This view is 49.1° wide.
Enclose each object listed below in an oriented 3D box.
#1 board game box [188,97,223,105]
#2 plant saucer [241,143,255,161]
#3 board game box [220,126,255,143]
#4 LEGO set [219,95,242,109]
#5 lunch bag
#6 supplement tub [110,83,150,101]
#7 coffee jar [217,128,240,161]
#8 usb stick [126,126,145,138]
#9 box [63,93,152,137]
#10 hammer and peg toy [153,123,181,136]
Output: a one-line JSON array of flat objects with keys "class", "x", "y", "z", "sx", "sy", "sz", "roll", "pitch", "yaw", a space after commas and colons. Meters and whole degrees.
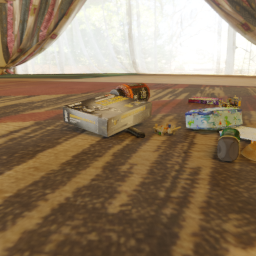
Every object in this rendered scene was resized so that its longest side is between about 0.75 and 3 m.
[{"class": "board game box", "x": 4.833, "y": -1.713, "z": 17.442, "sx": 1.888, "sy": 0.305, "sz": 1.133, "roll": 7, "pitch": 12, "yaw": 27}, {"class": "plant saucer", "x": 4.045, "y": 0.674, "z": 8.051, "sx": 1.440, "sy": 0.255, "sz": 1.440, "roll": 0, "pitch": 14, "yaw": 0}, {"class": "board game box", "x": 4.247, "y": 0.237, "z": 9.901, "sx": 1.443, "sy": 0.187, "sz": 1.443, "roll": -11, "pitch": 18, "yaw": -39}, {"class": "LEGO set", "x": 5.623, "y": -1.464, "z": 15.431, "sx": 0.992, "sy": 0.747, "sz": 1.290, "roll": -1, "pitch": 14, "yaw": -5}, {"class": "lunch bag", "x": 3.293, "y": -0.387, "z": 10.929, "sx": 1.912, "sy": 0.788, "sz": 1.537, "roll": -6, "pitch": 4, "yaw": -21}, {"class": "supplement tub", "x": 0.078, "y": -1.899, "z": 16.067, "sx": 1.293, "sy": 1.293, "sz": 2.417, "roll": 13, "pitch": 19, "yaw": 42}, {"class": "coffee jar", "x": 2.887, "y": 0.463, "z": 7.996, "sx": 0.568, "sy": 0.695, "sz": 1.332, "roll": 4, "pitch": 13, "yaw": 22}, {"class": "usb stick", "x": 0.252, "y": 0.120, "z": 10.320, "sx": 0.342, "sy": 0.201, "sz": 1.234, "roll": 17, "pitch": 6, "yaw": -27}, {"class": "box", "x": -0.747, "y": -0.634, "z": 11.092, "sx": 2.269, "sy": 0.693, "sz": 2.865, "roll": 16, "pitch": 25, "yaw": 34}, {"class": "hammer and peg toy", "x": 1.447, "y": 0.077, "z": 10.238, "sx": 0.712, "sy": 0.341, "sz": 0.968, "roll": -5, "pitch": 15, "yaw": -25}]
